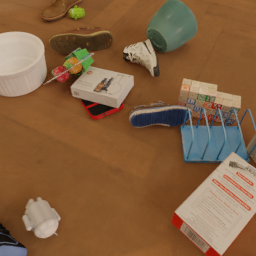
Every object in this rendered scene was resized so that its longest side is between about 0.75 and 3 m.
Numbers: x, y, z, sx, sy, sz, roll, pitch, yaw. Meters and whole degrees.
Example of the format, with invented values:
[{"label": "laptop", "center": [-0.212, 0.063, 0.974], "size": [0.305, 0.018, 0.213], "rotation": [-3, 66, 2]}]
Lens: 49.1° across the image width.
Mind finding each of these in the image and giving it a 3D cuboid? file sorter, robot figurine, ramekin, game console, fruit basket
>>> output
[{"label": "file sorter", "center": [2.922, 0.202, 9.159], "size": [2.110, 1.294, 1.464], "rotation": [1, 53, 0]}, {"label": "robot figurine", "center": [-2.674, -5.945, 14.497], "size": [0.835, 0.483, 0.732], "rotation": [-9, 72, -9]}, {"label": "robot figurine", "center": [-2.379, 2.500, 7.732], "size": [1.028, 0.685, 1.212], "rotation": [-5, 43, -46]}, {"label": "ramekin", "center": [-4.617, -2.534, 11.275], "size": [2.733, 1.332, 2.733], "rotation": [0, 52, 0]}, {"label": "game console", "center": [-0.972, -0.932, 10.770], "size": [1.375, 0.213, 1.216], "rotation": [-24, 50, -18]}, {"label": "fruit basket", "center": [-2.419, -2.382, 11.071], "size": [1.946, 0.912, 1.803], "rotation": [-34, 17, -23]}]

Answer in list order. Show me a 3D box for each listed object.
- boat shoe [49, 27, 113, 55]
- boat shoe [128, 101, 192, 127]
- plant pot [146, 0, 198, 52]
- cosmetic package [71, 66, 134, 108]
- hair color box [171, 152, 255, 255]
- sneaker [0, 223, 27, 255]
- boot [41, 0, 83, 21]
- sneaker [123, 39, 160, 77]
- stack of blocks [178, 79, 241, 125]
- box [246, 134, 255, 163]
[{"label": "boat shoe", "center": [-2.143, -4.028, 12.722], "size": [2.852, 1.027, 0.963], "rotation": [-11, 47, -17]}, {"label": "boat shoe", "center": [1.125, -0.591, 9.894], "size": [2.261, 0.817, 0.818], "rotation": [-2, 37, -11]}, {"label": "plant pot", "center": [1.780, -4.347, 12.399], "size": [1.987, 1.987, 1.595], "rotation": [39, 74, 26]}, {"label": "cosmetic package", "center": [-0.978, -1.644, 10.955], "size": [2.006, 0.518, 1.512], "rotation": [16, 47, 18]}, {"label": "hair color box", "center": [2.709, 2.127, 7.908], "size": [2.760, 0.882, 1.530], "rotation": [-37, 61, -24]}, {"label": "sneaker", "center": [-3.835, 2.647, 7.407], "size": [2.860, 1.003, 1.114], "rotation": [13, 61, 12]}, {"label": "boot", "center": [-3.532, -6.664, 14.683], "size": [1.085, 1.112, 2.947], "rotation": [26, 58, 17]}, {"label": "sneaker", "center": [0.521, -2.855, 11.965], "size": [1.385, 0.908, 2.407], "rotation": [-13, 45, 1]}, {"label": "stack of blocks", "center": [2.894, -0.939, 10.095], "size": [2.115, 1.218, 0.619], "rotation": [14, 53, 10]}, {"label": "box", "center": [4.739, 0.418, 8.450], "size": [1.141, 2.094, 1.339], "rotation": [-12, 53, -14]}]
